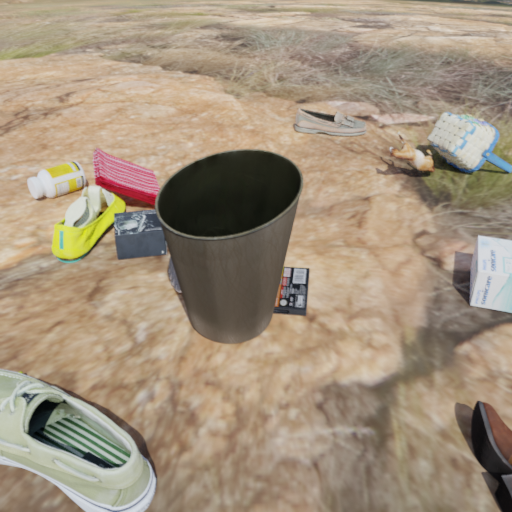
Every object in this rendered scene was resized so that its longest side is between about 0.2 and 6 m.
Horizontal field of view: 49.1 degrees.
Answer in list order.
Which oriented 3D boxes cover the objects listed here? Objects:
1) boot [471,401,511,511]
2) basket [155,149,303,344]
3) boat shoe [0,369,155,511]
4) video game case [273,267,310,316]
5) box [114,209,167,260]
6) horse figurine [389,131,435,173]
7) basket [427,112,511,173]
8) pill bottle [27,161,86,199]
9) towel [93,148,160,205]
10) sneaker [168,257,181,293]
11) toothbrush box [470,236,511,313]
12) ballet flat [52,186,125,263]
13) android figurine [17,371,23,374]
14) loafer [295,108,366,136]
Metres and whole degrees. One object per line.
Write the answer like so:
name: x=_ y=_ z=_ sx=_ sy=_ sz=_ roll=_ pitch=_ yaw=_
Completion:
boot: x=3.674 y=2.450 z=6.917 sx=1.684 sy=0.577 sz=1.586 roll=-2 pitch=31 yaw=-4
basket: x=-0.403 y=0.009 z=8.692 sx=1.767 sy=2.599 sz=2.343 roll=33 pitch=50 yaw=28
boat shoe: x=-2.617 y=2.037 z=6.918 sx=3.302 sy=1.024 sz=1.189 roll=19 pitch=37 yaw=20
video game case: x=0.359 y=0.605 z=10.271 sx=1.191 sy=0.168 sz=1.317 roll=4 pitch=33 yaw=6
box: x=-2.403 y=-0.458 z=11.582 sx=1.004 sy=0.622 sz=0.987 roll=-7 pitch=34 yaw=-11
horse figurine: x=4.099 y=-2.577 z=14.437 sx=1.636 sy=0.408 sz=1.084 roll=29 pitch=38 yaw=-19
basket: x=5.806 y=-2.949 z=15.062 sx=1.985 sy=1.381 sz=1.751 roll=25 pitch=17 yaw=-32
pill bottle: x=-4.879 y=-1.827 z=13.704 sx=1.252 sy=0.701 sz=0.701 roll=-26 pitch=40 yaw=-35
towel: x=-3.093 y=-1.920 z=13.544 sx=1.692 sy=0.263 sz=2.340 roll=19 pitch=20 yaw=-26
sneaker: x=-1.028 y=-0.300 z=10.898 sx=1.152 sy=1.050 sz=2.811 roll=11 pitch=35 yaw=-8
toothbrush box: x=4.851 y=0.397 z=10.024 sx=1.853 sy=0.790 sz=1.357 roll=10 pitch=33 yaw=18
ballet flat: x=-3.545 y=-0.936 z=12.017 sx=0.957 sy=0.960 sz=2.864 roll=4 pitch=32 yaw=7
android figurine: x=-3.882 y=2.022 z=7.899 sx=1.231 sy=0.253 sz=1.121 roll=-16 pitch=36 yaw=-28
loafer: x=2.341 y=-4.210 z=17.544 sx=2.256 sy=0.709 sz=0.811 roll=4 pitch=32 yaw=6
